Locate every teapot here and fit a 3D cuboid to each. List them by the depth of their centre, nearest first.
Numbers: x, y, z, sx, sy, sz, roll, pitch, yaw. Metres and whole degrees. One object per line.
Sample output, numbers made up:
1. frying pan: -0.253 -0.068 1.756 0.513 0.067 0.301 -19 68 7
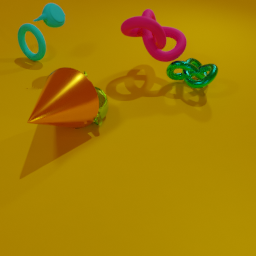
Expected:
1. teapot: -0.981 -0.734 7.469 0.996 0.784 1.602 -10 67 -26
2. teapot: -2.274 -3.291 8.306 0.557 0.708 1.139 -13 14 38

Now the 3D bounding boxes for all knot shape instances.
1. knot shape: 0.879 -2.738 8.400 1.852 0.915 1.979 41 31 13
2. knot shape: 2.051 -1.717 8.592 1.539 0.711 1.440 19 26 28

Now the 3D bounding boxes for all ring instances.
1. ring: -3.300 -2.920 9.586 1.254 1.254 0.251 24 38 23

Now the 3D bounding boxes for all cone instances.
1. cone: -1.755 -0.427 6.440 1.610 1.610 1.617 17 29 17
